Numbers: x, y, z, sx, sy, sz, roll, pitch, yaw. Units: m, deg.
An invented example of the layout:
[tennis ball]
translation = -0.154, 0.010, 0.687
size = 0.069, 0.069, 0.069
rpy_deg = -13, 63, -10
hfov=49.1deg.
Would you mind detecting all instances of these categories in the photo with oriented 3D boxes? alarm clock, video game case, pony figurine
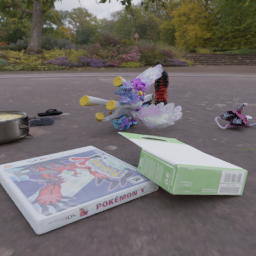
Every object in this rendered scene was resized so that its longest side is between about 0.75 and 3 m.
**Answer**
[alarm clock]
translation = -4.542, -0.020, 9.336
size = 2.690, 0.896, 1.815
rpy_deg = 0, 15, -8
[video game case]
translation = -1.219, 1.079, 6.153
size = 2.594, 0.327, 2.847
rpy_deg = -11, 18, -36
[pony figurine]
translation = 0.155, -0.939, 10.209
size = 2.802, 2.417, 2.903
rpy_deg = -26, -19, 26

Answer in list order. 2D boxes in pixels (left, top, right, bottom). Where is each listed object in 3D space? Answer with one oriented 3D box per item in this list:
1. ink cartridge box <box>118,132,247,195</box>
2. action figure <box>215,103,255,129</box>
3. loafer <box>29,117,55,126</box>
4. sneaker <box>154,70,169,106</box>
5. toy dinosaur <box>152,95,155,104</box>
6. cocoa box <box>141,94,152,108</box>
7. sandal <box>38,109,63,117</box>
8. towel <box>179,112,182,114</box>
[ink cartridge box]
translation = 1.025, 0.727, 6.282
size = 1.840, 0.606, 2.529
rpy_deg = 7, 8, -29
[action figure]
translation = 4.423, -0.276, 11.097
size = 1.581, 1.059, 1.178
rpy_deg = -4, -26, -49
[loafer]
translation = -3.527, -0.279, 11.491
size = 0.997, 0.358, 0.314
rpy_deg = -7, 12, -16
[sneaker]
translation = 1.541, -1.816, 13.096
size = 0.679, 1.920, 0.938
rpy_deg = 0, 26, 4
[toy dinosaur]
translation = 1.047, -1.458, 15.609
size = 2.224, 0.856, 1.137
rpy_deg = 4, 26, -13
[cocoa box]
translation = 0.446, -1.093, 13.446
size = 0.949, 0.934, 1.423
rpy_deg = 7, 16, 27
[sandal]
translation = -3.551, -0.720, 12.713
size = 1.173, 0.281, 0.441
rpy_deg = -5, -12, 8
[towel]
translation = 2.069, -0.671, 13.329
size = 0.809, 0.195, 0.693
rpy_deg = -9, 20, -32
